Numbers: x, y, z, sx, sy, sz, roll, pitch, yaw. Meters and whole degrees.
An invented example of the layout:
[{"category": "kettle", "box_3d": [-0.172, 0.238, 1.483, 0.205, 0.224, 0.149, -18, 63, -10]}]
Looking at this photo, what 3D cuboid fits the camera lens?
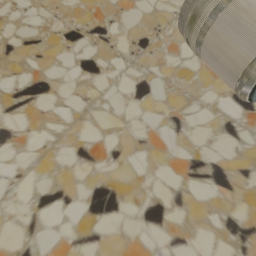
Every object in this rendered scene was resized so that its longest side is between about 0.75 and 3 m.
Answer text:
[{"category": "camera lens", "box_3d": [2.444, -1.887, 5.723, 1.939, 1.939, 2.424, -29, 65, -14]}]
